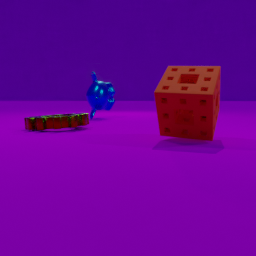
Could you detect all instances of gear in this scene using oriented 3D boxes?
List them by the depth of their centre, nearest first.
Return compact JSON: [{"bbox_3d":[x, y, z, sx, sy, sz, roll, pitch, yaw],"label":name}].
[{"bbox_3d":[-1.711,-0.172,6.807,1.487,0.275,1.487,-3,6,0],"label":"gear"}]

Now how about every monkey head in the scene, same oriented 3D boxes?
[{"bbox_3d":[-1.109,-1.177,10.386,1.027,1.704,1.226,1,2,-29],"label":"monkey head"}]

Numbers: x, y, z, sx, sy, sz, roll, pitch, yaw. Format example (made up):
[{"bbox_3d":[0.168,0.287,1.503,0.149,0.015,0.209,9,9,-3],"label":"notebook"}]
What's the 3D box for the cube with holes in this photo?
[{"bbox_3d":[1.056,-0.448,4.811,0.903,0.903,0.903,6,41,23],"label":"cube with holes"}]
